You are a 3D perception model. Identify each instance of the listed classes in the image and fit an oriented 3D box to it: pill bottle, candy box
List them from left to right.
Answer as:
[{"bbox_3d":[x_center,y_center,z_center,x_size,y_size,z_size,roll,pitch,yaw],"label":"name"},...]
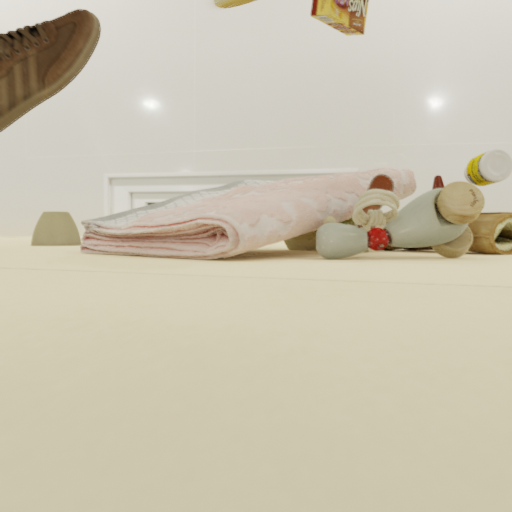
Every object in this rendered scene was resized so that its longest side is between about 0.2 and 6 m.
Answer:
[{"bbox_3d":[1.231,-3.665,8.072,0.336,0.695,1.191,13,12,34],"label":"candy box"},{"bbox_3d":[3.671,-1.384,8.956,0.511,0.511,0.918,0,1,1],"label":"pill bottle"}]

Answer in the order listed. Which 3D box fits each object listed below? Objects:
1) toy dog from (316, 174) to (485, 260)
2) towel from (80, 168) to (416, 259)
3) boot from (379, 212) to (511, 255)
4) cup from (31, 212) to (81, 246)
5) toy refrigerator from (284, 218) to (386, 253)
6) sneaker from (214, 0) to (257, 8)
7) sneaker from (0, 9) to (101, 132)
[{"bbox_3d":[1.756,-0.550,6.884,2.056,0.990,1.356,5,-38,-19],"label":"toy dog"},{"bbox_3d":[-0.157,-0.746,8.630,3.804,0.642,3.983,2,17,45],"label":"towel"},{"bbox_3d":[3.424,-0.414,9.419,2.104,0.794,2.402,-18,12,-36],"label":"boot"},{"bbox_3d":[-4.912,-0.664,13.775,1.179,0.843,1.179,0,2,0],"label":"cup"},{"bbox_3d":[1.278,-0.526,9.789,1.804,0.631,0.685,4,41,45],"label":"toy refrigerator"},{"bbox_3d":[-0.093,-3.141,5.187,1.091,1.312,2.912,-17,30,-9],"label":"sneaker"},{"bbox_3d":[-3.604,-2.832,8.333,0.989,2.808,1.061,52,5,33],"label":"sneaker"}]
